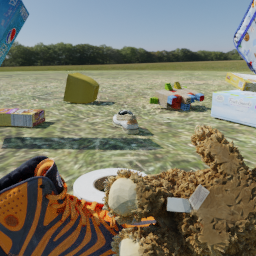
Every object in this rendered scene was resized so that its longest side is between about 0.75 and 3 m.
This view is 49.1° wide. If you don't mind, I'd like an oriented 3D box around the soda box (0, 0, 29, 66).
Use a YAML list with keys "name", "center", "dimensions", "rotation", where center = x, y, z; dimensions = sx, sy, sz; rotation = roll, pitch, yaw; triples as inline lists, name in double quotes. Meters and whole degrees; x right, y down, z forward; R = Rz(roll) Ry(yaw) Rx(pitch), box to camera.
- name: "soda box"
  center: [-3.589, -2.164, 7.097]
  dimensions: [0.887, 2.616, 0.839]
  rotation: [28, -4, -6]

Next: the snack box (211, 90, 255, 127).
- name: "snack box"
  center: [4.600, -0.723, 9.200]
  dimensions: [2.801, 0.948, 2.362]
  rotation: [-10, 18, -29]

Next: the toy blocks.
- name: "toy blocks"
  center: [2.102, -1.174, 11.360]
  dimensions: [2.036, 1.018, 1.392]
  rotation: [-13, 29, -32]

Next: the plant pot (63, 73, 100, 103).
- name: "plant pot"
  center: [-2.070, -1.773, 13.008]
  dimensions: [1.301, 1.263, 1.271]
  rotation: [16, 16, 7]

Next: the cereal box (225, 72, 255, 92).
- name: "cereal box"
  center: [3.164, -1.070, 6.785]
  dimensions: [1.293, 0.256, 0.930]
  rotation: [5, 23, -9]

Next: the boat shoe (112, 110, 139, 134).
- name: "boat shoe"
  center: [-0.058, -0.272, 8.215]
  dimensions: [0.591, 0.541, 1.582]
  rotation: [-5, 15, -20]

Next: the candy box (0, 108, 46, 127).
- name: "candy box"
  center: [-3.490, -0.347, 8.774]
  dimensions: [1.532, 0.433, 0.894]
  rotation: [4, 13, 8]

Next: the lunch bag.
- name: "lunch bag"
  center: [3.701, -2.532, 7.478]
  dimensions: [0.835, 1.770, 2.209]
  rotation: [-22, -20, -11]

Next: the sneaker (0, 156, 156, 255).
- name: "sneaker"
  center: [-0.484, 0.826, 2.696]
  dimensions: [1.921, 1.076, 0.745]
  rotation: [-4, 14, -14]

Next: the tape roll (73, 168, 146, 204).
- name: "tape roll"
  center: [-0.207, 0.911, 4.135]
  dimensions: [1.200, 0.219, 1.200]
  rotation: [0, 15, 0]

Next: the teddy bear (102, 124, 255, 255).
- name: "teddy bear"
  center: [0.729, 0.729, 2.546]
  dimensions: [1.936, 1.404, 0.646]
  rotation: [-27, -17, -6]
